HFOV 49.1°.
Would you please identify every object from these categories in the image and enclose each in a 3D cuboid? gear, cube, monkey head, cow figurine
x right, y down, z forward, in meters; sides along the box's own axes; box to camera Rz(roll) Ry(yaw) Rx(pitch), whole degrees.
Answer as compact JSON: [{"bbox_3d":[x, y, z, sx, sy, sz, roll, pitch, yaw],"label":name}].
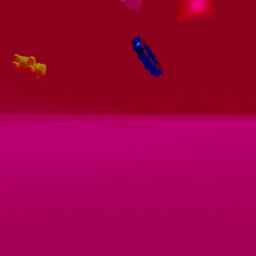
[{"bbox_3d":[0.804,-2.926,11.490,0.337,1.822,1.822,-32,-10,22],"label":"gear"},{"bbox_3d":[2.153,-4.102,9.011,1.170,1.170,1.170,-8,8,21],"label":"cube"},{"bbox_3d":[0.163,-4.007,8.319,0.694,1.152,0.829,13,-35,-23],"label":"monkey head"},{"bbox_3d":[-3.416,-2.123,9.695,1.088,0.597,1.071,9,-6,-13],"label":"cow figurine"}]
